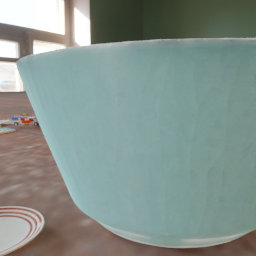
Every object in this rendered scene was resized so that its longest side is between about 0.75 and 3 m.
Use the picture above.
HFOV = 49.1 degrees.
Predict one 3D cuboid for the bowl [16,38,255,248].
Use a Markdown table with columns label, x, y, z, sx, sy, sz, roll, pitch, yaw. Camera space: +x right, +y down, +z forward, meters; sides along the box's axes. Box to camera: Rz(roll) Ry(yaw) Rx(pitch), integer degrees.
| label | x | y | z | sx | sy | sz | roll | pitch | yaw |
| --- | --- | --- | --- | --- | --- | --- | --- | --- | --- |
| bowl | 0.455 | 0.100 | 2.967 | 2.975 | 1.556 | 2.975 | 0 | 8 | 0 |

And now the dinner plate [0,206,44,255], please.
| label | x | y | z | sx | sy | sz | roll | pitch | yaw |
| --- | --- | --- | --- | --- | --- | --- | --- | --- | --- |
| dinner plate | -1.223 | 0.934 | 2.482 | 0.930 | 0.113 | 0.930 | 1 | 9 | 0 |

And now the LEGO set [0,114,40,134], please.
| label | x | y | z | sx | sy | sz | roll | pitch | yaw |
| --- | --- | --- | --- | --- | --- | --- | --- | --- | --- |
| LEGO set | -3.699 | -0.277 | 8.642 | 1.698 | 0.558 | 2.273 | 9 | 12 | 26 |
